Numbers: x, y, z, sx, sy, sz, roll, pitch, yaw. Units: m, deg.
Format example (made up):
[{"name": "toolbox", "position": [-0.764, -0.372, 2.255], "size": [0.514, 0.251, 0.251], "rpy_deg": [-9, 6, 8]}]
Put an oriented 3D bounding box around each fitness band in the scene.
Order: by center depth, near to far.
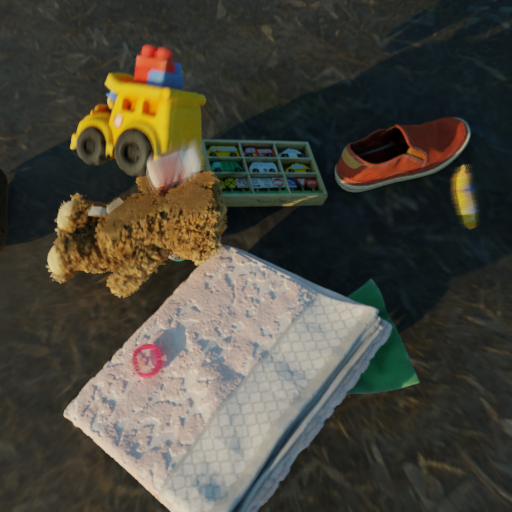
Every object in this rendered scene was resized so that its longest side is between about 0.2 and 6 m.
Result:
[{"name": "fitness band", "position": [-1.695, 1.628, 8.696], "size": [0.426, 0.111, 0.594], "rpy_deg": [-23, 46, -5]}]

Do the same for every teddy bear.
[{"name": "teddy bear", "position": [-2.170, -0.450, 10.193], "size": [3.540, 1.182, 2.566], "rpy_deg": [-21, 50, 3]}]

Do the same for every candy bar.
[{"name": "candy bar", "position": [3.617, -0.960, 9.655], "size": [0.201, 1.813, 0.452], "rpy_deg": [-2, 70, 26]}]

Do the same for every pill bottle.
[{"name": "pill bottle", "position": [-1.203, -1.306, 8.250], "size": [0.710, 0.405, 0.405], "rpy_deg": [-18, 59, 4]}]

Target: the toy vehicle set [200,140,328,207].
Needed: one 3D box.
[{"name": "toy vehicle set", "position": [0.125, -1.671, 11.264], "size": [2.394, 0.317, 1.487], "rpy_deg": [-3, 57, -21]}]

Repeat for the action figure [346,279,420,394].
[{"name": "action figure", "position": [0.570, 1.764, 8.989], "size": [3.461, 0.946, 2.044], "rpy_deg": [-18, 43, 3]}]

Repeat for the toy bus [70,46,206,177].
[{"name": "toy bus", "position": [-1.979, -2.490, 9.587], "size": [2.178, 2.091, 1.478], "rpy_deg": [15, 18, 26]}]

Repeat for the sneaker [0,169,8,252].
[{"name": "sneaker", "position": [-5.411, -0.734, 10.948], "size": [0.839, 0.782, 2.221], "rpy_deg": [-16, 56, 15]}]

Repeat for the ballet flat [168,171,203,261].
[{"name": "ballet flat", "position": [-1.470, -1.122, 10.992], "size": [0.894, 0.894, 2.487], "rpy_deg": [5, 59, 3]}]

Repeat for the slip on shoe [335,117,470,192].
[{"name": "slip on shoe", "position": [3.126, -2.257, 11.639], "size": [3.178, 0.972, 1.177], "rpy_deg": [-20, 58, -14]}]

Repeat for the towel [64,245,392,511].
[{"name": "towel", "position": [-0.554, 1.695, 8.514], "size": [3.791, 0.640, 3.969], "rpy_deg": [20, 58, 41]}]
